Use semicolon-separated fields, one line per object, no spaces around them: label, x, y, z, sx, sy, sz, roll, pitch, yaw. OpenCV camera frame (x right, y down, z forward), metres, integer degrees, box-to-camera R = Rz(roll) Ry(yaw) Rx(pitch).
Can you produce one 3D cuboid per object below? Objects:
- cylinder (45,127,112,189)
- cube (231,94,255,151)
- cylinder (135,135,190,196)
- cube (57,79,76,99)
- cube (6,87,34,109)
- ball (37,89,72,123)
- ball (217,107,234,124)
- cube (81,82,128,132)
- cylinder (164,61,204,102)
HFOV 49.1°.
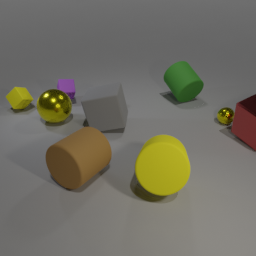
cylinder;-1.428;0.848;8.243;1.400;1.400;1.400;17;31;28
cube;4.736;-0.249;9.867;1.400;1.400;1.400;-24;44;-17
cylinder;0.960;0.965;7.722;1.400;1.400;1.400;5;7;8
cube;-2.868;-1.792;12.978;0.700;0.700;0.700;-4;70;-22
cube;-4.801;-1.321;12.417;0.700;0.700;0.700;54;18;8
ball;-2.991;-0.891;11.411;1.400;1.400;1.400;0;29;0
ball;4.006;-0.502;11.452;0.700;0.700;0.700;0;29;0
cube;-0.863;-0.824;11.043;1.400;1.400;1.400;-9;28;10
cylinder;2.606;-2.183;13.225;1.400;1.400;1.400;-14;57;-23
